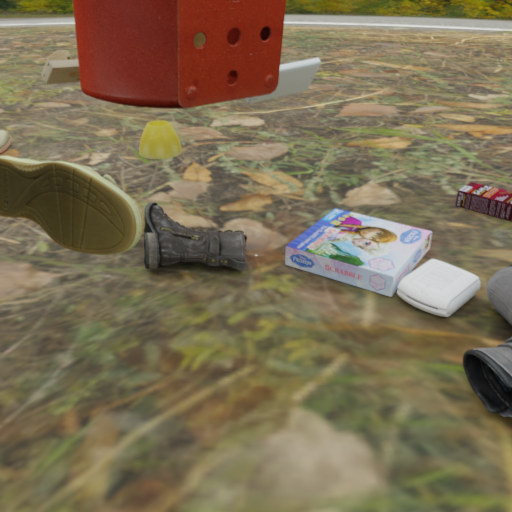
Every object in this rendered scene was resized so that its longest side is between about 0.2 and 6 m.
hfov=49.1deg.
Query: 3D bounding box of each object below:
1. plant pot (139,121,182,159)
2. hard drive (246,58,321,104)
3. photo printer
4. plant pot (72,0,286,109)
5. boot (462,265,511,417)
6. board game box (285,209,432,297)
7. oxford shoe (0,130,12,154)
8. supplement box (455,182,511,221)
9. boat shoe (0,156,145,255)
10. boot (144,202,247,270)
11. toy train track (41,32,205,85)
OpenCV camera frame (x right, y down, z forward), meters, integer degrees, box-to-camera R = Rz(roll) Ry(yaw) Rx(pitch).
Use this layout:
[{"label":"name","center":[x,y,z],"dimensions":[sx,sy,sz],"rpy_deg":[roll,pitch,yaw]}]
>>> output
[{"label":"plant pot","center":[-2.352,-2.869,13.635],"dimensions":[1.041,0.739,1.041],"rpy_deg":[0,28,0]},{"label":"hard drive","center":[0.529,-3.473,11.121],"dimensions":[1.371,0.904,0.180],"rpy_deg":[-19,75,-22]},{"label":"photo printer","center":[2.549,0.462,7.905],"dimensions":[0.836,0.349,1.005],"rpy_deg":[26,38,37]},{"label":"plant pot","center":[-0.737,-2.589,6.173],"dimensions":[1.960,1.961,1.728],"rpy_deg":[-20,41,-33]},{"label":"boot","center":[3.084,0.978,6.403],"dimensions":[1.754,0.930,2.665],"rpy_deg":[-10,27,-14]},{"label":"board game box","center":[1.663,-0.130,8.975],"dimensions":[1.775,0.366,1.779],"rpy_deg":[17,33,28]},{"label":"oxford shoe","center":[-6.649,-2.750,13.390],"dimensions":[0.724,0.755,2.045],"rpy_deg":[8,30,15]},{"label":"supplement box","center":[4.502,-1.042,10.672],"dimensions":[1.167,0.355,0.635],"rpy_deg":[22,35,37]},{"label":"boat shoe","center":[-1.946,-0.588,5.796],"dimensions":[2.281,0.832,0.718],"rpy_deg":[13,16,30]},{"label":"boot","center":[-0.982,-0.272,9.117],"dimensions":[1.655,0.658,1.901],"rpy_deg":[0,32,-12]},{"label":"toy train track","center":[-1.761,-3.079,8.599],"dimensions":[3.208,0.522,1.840],"rpy_deg":[-22,-9,-40]}]
